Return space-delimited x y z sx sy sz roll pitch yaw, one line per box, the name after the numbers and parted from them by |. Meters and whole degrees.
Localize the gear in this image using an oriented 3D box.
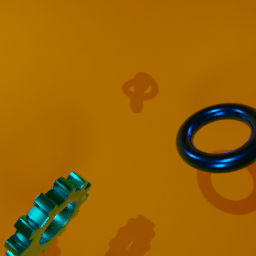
-1.282 1.507 4.732 0.308 1.666 1.666 35 79 14 | gear

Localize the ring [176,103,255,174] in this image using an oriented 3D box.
1.867 0.146 5.635 1.851 0.370 1.851 -17 37 13 | ring
